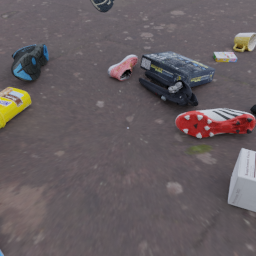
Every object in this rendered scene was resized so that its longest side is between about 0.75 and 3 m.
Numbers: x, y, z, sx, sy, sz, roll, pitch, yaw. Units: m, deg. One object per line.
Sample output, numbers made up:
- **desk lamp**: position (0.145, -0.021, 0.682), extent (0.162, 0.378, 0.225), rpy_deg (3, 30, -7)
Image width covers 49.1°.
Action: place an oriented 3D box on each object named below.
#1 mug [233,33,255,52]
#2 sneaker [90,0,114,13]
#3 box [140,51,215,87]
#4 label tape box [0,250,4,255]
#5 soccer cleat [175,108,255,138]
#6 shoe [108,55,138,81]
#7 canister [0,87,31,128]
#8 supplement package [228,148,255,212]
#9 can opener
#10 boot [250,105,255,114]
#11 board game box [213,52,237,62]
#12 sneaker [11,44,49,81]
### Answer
- **mug**: position (5.272, -3.972, 12.802), extent (0.977, 0.782, 0.802), rpy_deg (-23, 36, -35)
- **sneaker**: position (-1.191, -4.795, 8.740), extent (0.943, 2.431, 1.049), rpy_deg (-30, 17, -19)
- **box**: position (1.844, -2.245, 10.519), extent (1.763, 0.570, 2.236), rpy_deg (-20, 42, -40)
- **label tape box**: position (-3.175, 2.291, 5.078), extent (1.800, 0.595, 1.289), rpy_deg (30, 47, 34)
- **soccer cleat**: position (2.491, -0.198, 8.130), extent (2.244, 0.770, 0.956), rpy_deg (-1, 21, 4)
- **shoe**: position (-0.013, -2.325, 10.921), extent (1.513, 0.541, 0.688), rpy_deg (-35, 52, -29)
- **canister**: position (-3.892, -0.677, 8.778), extent (1.053, 0.614, 1.418), rpy_deg (15, 40, 18)
- **supplement package**: position (3.133, 1.260, 6.061), extent (1.630, 0.953, 0.956), rpy_deg (14, 41, 17)
- **can opener**: position (1.218, -1.345, 9.561), extent (0.811, 1.006, 2.558), rpy_deg (-44, 46, -14)
- **boot**: position (4.163, -0.441, 8.690), extent (0.909, 0.336, 0.745), rpy_deg (-23, 46, -36)
- **board game box**: position (4.183, -3.070, 12.098), extent (0.856, 0.173, 0.655), rpy_deg (1, 39, 1)
- **sneaker**: position (-3.978, -2.503, 10.871), extent (1.130, 1.010, 2.758), rpy_deg (-3, 29, 5)
